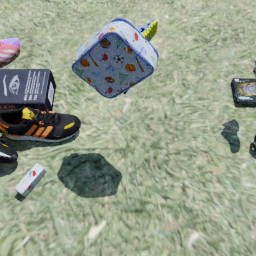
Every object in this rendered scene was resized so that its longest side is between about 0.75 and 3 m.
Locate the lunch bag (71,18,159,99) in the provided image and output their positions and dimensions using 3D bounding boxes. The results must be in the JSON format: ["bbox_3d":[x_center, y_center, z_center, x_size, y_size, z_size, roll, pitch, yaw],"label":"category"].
[{"bbox_3d":[-0.346,-1.657,7.227,1.690,2.109,0.797,36,52,-27],"label":"lunch bag"}]

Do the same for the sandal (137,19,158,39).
[{"bbox_3d":[0.676,-4.196,12.104,0.747,0.682,1.717,33,64,22],"label":"sandal"}]

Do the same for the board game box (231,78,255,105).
[{"bbox_3d":[4.921,-1.397,10.750,1.689,0.238,1.143,2,61,1],"label":"board game box"}]

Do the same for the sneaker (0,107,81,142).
[{"bbox_3d":[-3.019,-0.186,9.466,2.764,1.243,0.966,-2,63,-1],"label":"sneaker"}]

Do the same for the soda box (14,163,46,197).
[{"bbox_3d":[-3.105,1.658,8.966,0.330,0.353,1.036,31,65,16],"label":"soda box"}]

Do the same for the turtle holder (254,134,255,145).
[{"bbox_3d":[4.668,0.350,9.497,0.666,0.713,0.938,14,62,8],"label":"turtle holder"}]

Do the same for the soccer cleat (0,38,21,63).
[{"bbox_3d":[-5.653,-3.009,11.190,2.740,1.048,0.914,-30,65,-15],"label":"soccer cleat"}]

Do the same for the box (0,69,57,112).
[{"bbox_3d":[-3.824,-1.225,10.150,2.110,1.101,1.562,0,61,0],"label":"box"}]

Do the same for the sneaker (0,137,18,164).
[{"bbox_3d":[-4.775,0.200,9.421,2.801,0.980,1.260,19,65,13],"label":"sneaker"}]

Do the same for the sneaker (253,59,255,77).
[{"bbox_3d":[4.120,-1.601,8.713,0.640,0.526,1.391,24,60,-29],"label":"sneaker"}]
